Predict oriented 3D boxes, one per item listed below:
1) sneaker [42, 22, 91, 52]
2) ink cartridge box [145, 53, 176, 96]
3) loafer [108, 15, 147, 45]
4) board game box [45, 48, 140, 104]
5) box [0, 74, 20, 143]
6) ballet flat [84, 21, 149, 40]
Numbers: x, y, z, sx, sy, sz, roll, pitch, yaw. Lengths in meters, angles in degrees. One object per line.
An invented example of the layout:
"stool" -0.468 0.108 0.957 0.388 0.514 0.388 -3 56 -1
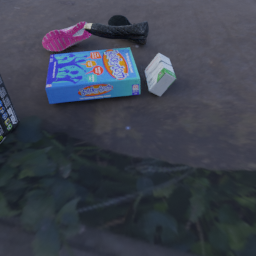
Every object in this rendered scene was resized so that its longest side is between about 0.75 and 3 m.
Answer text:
"sneaker" -2.275 -3.362 10.521 1.870 0.761 0.825 -20 15 -8
"ink cartridge box" 0.977 -1.663 8.678 0.461 0.813 1.109 22 39 -26
"loafer" -0.047 -3.797 10.997 0.730 0.725 2.004 -46 57 2
"board game box" -1.107 -1.720 8.847 2.717 0.611 2.067 -7 42 -6
"box" -3.739 -0.288 6.004 0.672 2.830 2.733 16 49 17
"ballet flat" -0.369 -3.225 9.117 2.104 0.598 0.699 4 7 -1
